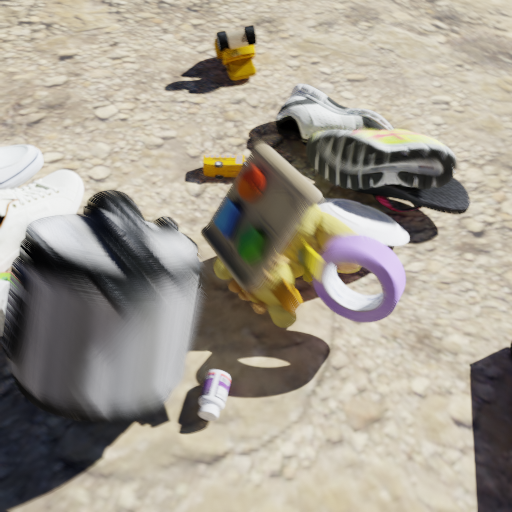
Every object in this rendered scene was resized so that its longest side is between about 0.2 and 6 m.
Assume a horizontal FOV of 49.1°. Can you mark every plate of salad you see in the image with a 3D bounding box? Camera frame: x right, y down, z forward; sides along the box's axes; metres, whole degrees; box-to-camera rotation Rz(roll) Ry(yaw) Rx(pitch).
[{"bbox_3d":[1.902,-0.576,10.373,1.872,0.450,1.872,16,24,-7],"label":"plate of salad"}]

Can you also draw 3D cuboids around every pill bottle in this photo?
[{"bbox_3d":[-0.621,2.042,8.185,0.373,0.373,0.669,8,47,8],"label":"pill bottle"}]

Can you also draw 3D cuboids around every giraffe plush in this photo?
[{"bbox_3d":[0.501,0.058,9.181,2.067,2.396,1.943,37,89,28],"label":"giraffe plush"}]

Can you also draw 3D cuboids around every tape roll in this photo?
[{"bbox_3d":[1.530,0.360,8.398,1.315,1.315,0.431,22,42,19],"label":"tape roll"}]

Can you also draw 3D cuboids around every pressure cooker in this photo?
[{"bbox_3d":[-1.988,0.485,7.560,2.388,2.715,2.425,17,17,18],"label":"pressure cooker"}]

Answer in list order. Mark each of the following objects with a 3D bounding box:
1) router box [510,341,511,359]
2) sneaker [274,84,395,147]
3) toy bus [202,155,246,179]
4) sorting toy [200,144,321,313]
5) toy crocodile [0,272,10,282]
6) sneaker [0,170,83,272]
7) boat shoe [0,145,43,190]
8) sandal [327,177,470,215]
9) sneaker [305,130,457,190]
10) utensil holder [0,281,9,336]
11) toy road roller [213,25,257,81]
[{"bbox_3d":[4.729,2.257,7.777,1.937,0.663,2.597,8,48,8],"label":"router box"},{"bbox_3d":[1.723,-2.664,12.257,3.043,1.122,1.217,31,70,29],"label":"sneaker"},{"bbox_3d":[-0.571,-1.899,11.856,1.097,0.357,0.430,0,46,0],"label":"toy bus"},{"bbox_3d":[0.145,-0.407,8.156,0.322,1.794,2.408,20,22,-45],"label":"sorting toy"},{"bbox_3d":[-4.325,0.458,9.584,1.458,0.492,0.450,1,41,-2],"label":"toy crocodile"},{"bbox_3d":[-4.303,-0.890,10.319,1.084,1.260,2.977,17,48,17],"label":"sneaker"},{"bbox_3d":[-5.794,-1.712,11.244,2.946,0.984,1.084,-31,54,-25],"label":"boat shoe"},{"bbox_3d":[2.788,-1.328,11.158,2.842,0.640,1.067,17,48,21],"label":"sandal"},{"bbox_3d":[2.335,-1.932,10.734,2.764,1.080,1.248,10,33,8],"label":"sneaker"},{"bbox_3d":[-4.522,0.806,8.971,1.113,0.946,0.946,5,47,1],"label":"utensil holder"},{"bbox_3d":[-0.490,-5.200,14.623,1.019,1.211,1.659,-13,11,-4],"label":"toy road roller"}]
